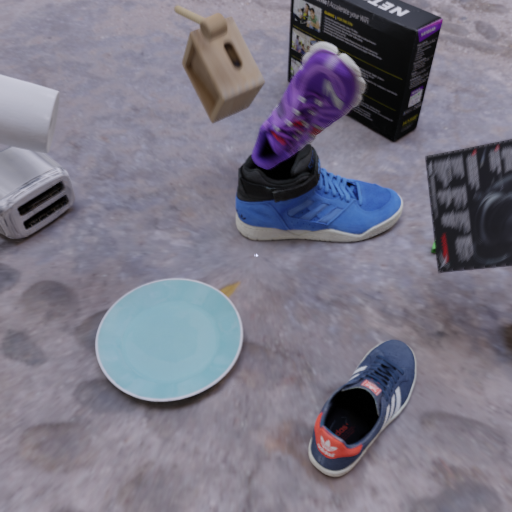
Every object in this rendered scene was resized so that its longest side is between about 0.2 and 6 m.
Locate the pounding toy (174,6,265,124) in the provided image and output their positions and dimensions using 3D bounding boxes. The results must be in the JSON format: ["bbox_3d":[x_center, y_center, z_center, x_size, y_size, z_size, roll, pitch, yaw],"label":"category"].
[{"bbox_3d":[-0.581,-3.442,9.268,0.909,1.988,1.746,-27,92,-15],"label":"pounding toy"}]

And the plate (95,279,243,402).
[{"bbox_3d":[-1.325,1.281,8.673,2.248,0.287,2.248,0,49,0],"label":"plate"}]

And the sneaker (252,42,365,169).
[{"bbox_3d":[0.588,-1.757,7.198,0.891,2.210,0.922,38,60,-2],"label":"sneaker"}]

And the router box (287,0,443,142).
[{"bbox_3d":[2.181,-4.452,12.341,0.884,2.581,3.461,-34,56,-26],"label":"router box"}]

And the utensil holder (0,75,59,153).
[{"bbox_3d":[-3.143,-1.834,7.176,1.052,0.894,0.894,12,45,-17],"label":"utensil holder"}]

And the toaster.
[{"bbox_3d":[-4.319,-1.236,10.400,1.299,1.142,2.010,34,56,22],"label":"toaster"}]

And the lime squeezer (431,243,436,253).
[{"bbox_3d":[5.120,-0.119,9.685,3.789,0.715,1.338,19,50,16],"label":"lime squeezer"}]

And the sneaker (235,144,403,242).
[{"bbox_3d":[1.181,-1.223,9.957,3.125,1.738,1.199,-2,48,-2],"label":"sneaker"}]

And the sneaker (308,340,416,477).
[{"bbox_3d":[1.575,1.879,7.645,0.879,0.991,2.346,27,53,22],"label":"sneaker"}]

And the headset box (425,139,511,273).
[{"bbox_3d":[3.481,-0.688,7.331,2.195,1.633,0.847,-8,-3,31],"label":"headset box"}]
